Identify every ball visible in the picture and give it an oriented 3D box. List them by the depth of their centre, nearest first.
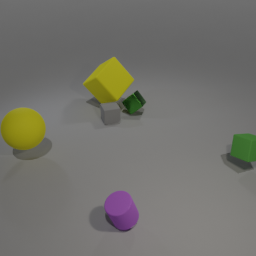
[{"bbox_3d":[-3.441,0.026,9.239,1.400,1.400,1.400,0,30,0],"label":"ball"}]

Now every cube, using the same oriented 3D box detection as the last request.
[{"bbox_3d":[3.730,0.596,8.686,0.700,0.700,0.700,-2,14,-27],"label":"cube"},{"bbox_3d":[-0.751,-0.626,11.904,0.700,0.700,0.700,-9,31,-16],"label":"cube"},{"bbox_3d":[0.281,-1.145,12.447,0.700,0.700,0.700,-34,7,26],"label":"cube"},{"bbox_3d":[-0.879,-2.072,12.613,1.400,1.400,1.400,-53,22,-24],"label":"cube"}]

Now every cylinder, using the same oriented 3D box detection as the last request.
[{"bbox_3d":[-0.149,2.030,6.916,0.700,0.700,0.700,-12,41,11],"label":"cylinder"}]
